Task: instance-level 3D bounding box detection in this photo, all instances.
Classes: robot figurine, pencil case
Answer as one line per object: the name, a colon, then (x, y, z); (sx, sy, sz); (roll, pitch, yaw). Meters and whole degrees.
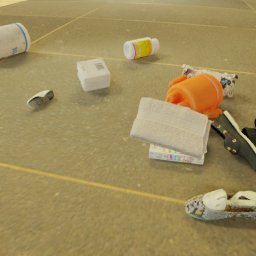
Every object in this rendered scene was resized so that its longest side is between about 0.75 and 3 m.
robot figurine: (2.901, -1.307, 12.099); (2.981, 1.738, 2.144); (-26, 26, -30)
pencil case: (3.988, -2.430, 14.051); (2.744, 1.227, 1.067); (19, 41, 25)

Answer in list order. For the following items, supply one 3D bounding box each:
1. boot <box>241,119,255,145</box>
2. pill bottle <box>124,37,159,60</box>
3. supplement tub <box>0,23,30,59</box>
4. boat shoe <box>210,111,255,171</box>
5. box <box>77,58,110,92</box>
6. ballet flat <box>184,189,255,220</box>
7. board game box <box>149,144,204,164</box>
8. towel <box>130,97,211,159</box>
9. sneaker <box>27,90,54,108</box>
boot: (5.029, 0.085, 11.091); (1.189, 0.598, 1.590); (-1, 36, -1)
pill bottle: (0.891, -5.104, 17.825); (2.175, 1.134, 1.134); (-19, 40, -24)
supplement tub: (-7.828, -5.454, 17.705); (1.835, 1.835, 2.781); (28, 45, 33)
boat shoe: (3.986, 0.598, 10.198); (0.901, 1.052, 2.877); (-34, 47, 10)
box: (-1.784, -2.766, 14.499); (1.393, 0.911, 1.386); (-15, 54, -17)
ballet flat: (2.918, 2.126, 8.057); (2.513, 0.904, 0.904); (2, 36, 3)
board game box: (1.823, 0.698, 10.466); (1.935, 0.331, 1.301); (6, 36, 9)
towel: (1.266, -0.033, 8.143); (2.213, 0.382, 1.466); (16, 57, 4)
sneaker: (-4.213, -1.374, 13.293); (0.649, 0.555, 1.489); (7, 28, 31)
